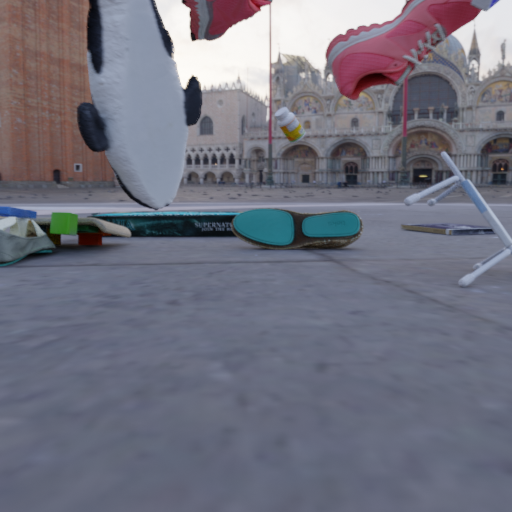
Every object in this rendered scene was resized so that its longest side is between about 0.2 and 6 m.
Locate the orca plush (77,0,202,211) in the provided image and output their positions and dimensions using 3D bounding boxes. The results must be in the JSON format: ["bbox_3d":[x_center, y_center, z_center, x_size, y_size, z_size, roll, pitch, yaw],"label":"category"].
[{"bbox_3d":[-2.228,-2.737,8.307,1.501,4.224,2.222,21,56,37],"label":"orca plush"}]

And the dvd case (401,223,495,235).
[{"bbox_3d":[4.882,-0.683,14.151,1.512,0.162,2.033,-2,7,-20],"label":"dvd case"}]

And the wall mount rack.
[{"bbox_3d":[2.490,-0.351,6.693,0.691,1.852,1.609,-36,-12,22],"label":"wall mount rack"}]

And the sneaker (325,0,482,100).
[{"bbox_3d":[2.009,-2.745,7.472,2.160,0.937,0.796,-19,-21,28],"label":"sneaker"}]

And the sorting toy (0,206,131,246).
[{"bbox_3d":[-3.498,-0.428,10.104,2.093,0.506,3.717,4,-1,1],"label":"sorting toy"}]

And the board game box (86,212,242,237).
[{"bbox_3d":[-1.912,-0.809,13.665,3.732,0.525,2.524,0,7,-1],"label":"board game box"}]

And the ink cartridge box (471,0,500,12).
[{"bbox_3d":[2.769,-3.318,5.852,0.247,1.138,1.127,36,58,20],"label":"ink cartridge box"}]

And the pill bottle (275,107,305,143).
[{"bbox_3d":[0.701,-2.770,11.841,0.392,0.706,0.392,-28,32,19],"label":"pill bottle"}]

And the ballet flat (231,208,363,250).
[{"bbox_3d":[0.734,-0.405,10.101,2.333,0.822,0.761,4,-19,7],"label":"ballet flat"}]

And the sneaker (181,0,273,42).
[{"bbox_3d":[-0.413,-4.131,9.142,1.363,1.159,3.144,8,9,-2],"label":"sneaker"}]

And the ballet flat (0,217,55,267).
[{"bbox_3d":[-3.582,-0.275,8.526,0.692,0.654,2.054,0,6,-1],"label":"ballet flat"}]
